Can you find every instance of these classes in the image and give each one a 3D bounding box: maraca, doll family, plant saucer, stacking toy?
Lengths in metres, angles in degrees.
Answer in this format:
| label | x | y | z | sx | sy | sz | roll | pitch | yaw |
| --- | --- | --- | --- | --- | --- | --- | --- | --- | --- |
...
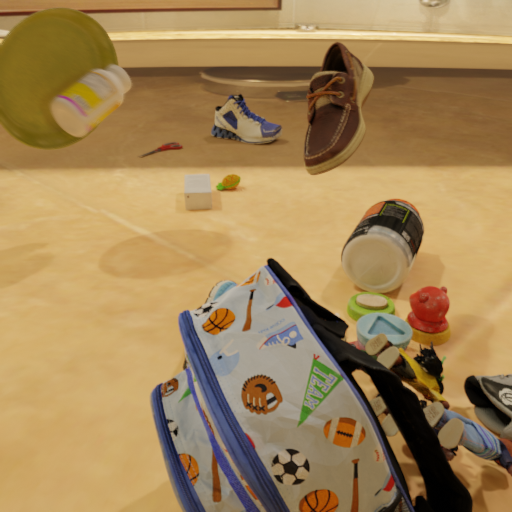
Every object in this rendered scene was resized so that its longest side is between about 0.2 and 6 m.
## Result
| label | x | y | z | sx | sy | sz | roll | pitch | yaw |
| --- | --- | --- | --- | --- | --- | --- | --- | --- | --- |
| maraca | -0.657 | -1.716 | 13.184 | 0.628 | 0.336 | 0.430 | -23 | 31 | 2 |
| doll family | 1.837 | 1.600 | 6.056 | 1.367 | 0.928 | 2.366 | 36 | 16 | -34 |
| plant saucer | -3.449 | -3.005 | 9.554 | 0.376 | 2.420 | 2.420 | 33 | 41 | 28 |
| stacking toy | 1.779 | 0.797 | 7.910 | 1.713 | 0.724 | 1.551 | -23 | 35 | -37 |

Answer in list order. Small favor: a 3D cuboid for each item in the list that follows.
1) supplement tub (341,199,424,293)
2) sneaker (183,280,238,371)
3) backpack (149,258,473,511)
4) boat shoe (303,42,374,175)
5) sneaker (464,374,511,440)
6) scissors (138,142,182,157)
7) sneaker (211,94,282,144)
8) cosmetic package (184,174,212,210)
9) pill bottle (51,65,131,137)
| label | x | y | z | sx | sy | sz | roll | pitch | yaw |
| --- | --- | --- | --- | --- | --- | --- | --- | --- | --- |
| supplement tub | 2.198 | -0.249 | 9.482 | 1.121 | 1.121 | 1.830 | 12 | 31 | 22 |
| sneaker | -0.408 | 1.036 | 7.726 | 0.803 | 0.699 | 1.784 | 17 | 36 | 2 |
| backpack | 0.211 | 1.415 | 4.835 | 2.013 | 2.489 | 2.613 | -27 | 34 | -13 |
| boat shoe | 0.872 | -1.836 | 6.681 | 0.765 | 0.763 | 2.120 | -14 | 41 | 39 |
| sneaker | 3.134 | 1.419 | 6.678 | 1.236 | 0.803 | 2.141 | 6 | 29 | 16 |
| scissors | -2.795 | -3.008 | 15.900 | 1.562 | 0.109 | 0.571 | -22 | 37 | -34 |
| sneaker | -0.385 | -4.129 | 16.727 | 2.234 | 1.290 | 0.903 | 12 | 31 | 22 |
| cosmetic package | -1.301 | -1.439 | 12.511 | 0.596 | 0.418 | 1.174 | -3 | 28 | -5 |
| pill bottle | -2.772 | -2.691 | 9.570 | 0.715 | 0.715 | 1.371 | 18 | 53 | 30 |
